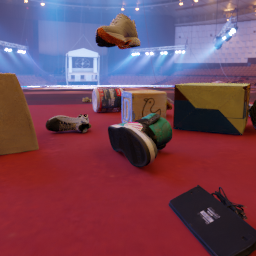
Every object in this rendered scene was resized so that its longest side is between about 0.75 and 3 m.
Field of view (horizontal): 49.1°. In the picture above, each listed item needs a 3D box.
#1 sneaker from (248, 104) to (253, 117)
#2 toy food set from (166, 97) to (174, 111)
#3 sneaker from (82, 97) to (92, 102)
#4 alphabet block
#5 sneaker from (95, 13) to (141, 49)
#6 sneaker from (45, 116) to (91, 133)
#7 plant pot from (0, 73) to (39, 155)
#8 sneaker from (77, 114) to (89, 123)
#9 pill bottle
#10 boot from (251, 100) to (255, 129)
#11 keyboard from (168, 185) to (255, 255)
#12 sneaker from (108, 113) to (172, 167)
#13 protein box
[{"bbox_3d":[5.528,-0.898,13.295,2.008,0.760,1.160,23,18,40],"label":"sneaker"},{"bbox_3d":[1.303,-0.995,12.984,1.322,0.734,2.246,35,-8,-13],"label":"toy food set"},{"bbox_3d":[-2.868,-2.045,19.931,0.830,0.367,0.307,-8,12,-43],"label":"sneaker"},{"bbox_3d":[0.577,-0.750,10.638,1.360,1.328,1.335,-5,14,-17],"label":"alphabet block"},{"bbox_3d":[-0.375,-3.164,8.987,0.883,1.072,2.331,-4,8,25],"label":"sneaker"},{"bbox_3d":[-1.894,-0.095,9.256,1.487,0.558,0.859,-6,14,-33],"label":"sneaker"},{"bbox_3d":[-3.804,-0.453,7.323,2.223,1.970,2.225,-7,14,-34],"label":"plant pot"},{"bbox_3d":[-1.891,-0.322,10.763,0.360,0.417,0.951,9,15,31],"label":"sneaker"},{"bbox_3d":[-0.762,-1.464,14.558,2.022,1.209,1.209,-5,12,-19],"label":"pill bottle"},{"bbox_3d":[5.419,-0.177,9.032,1.924,1.020,2.923,2,21,-6],"label":"boot"},{"bbox_3d":[1.132,1.188,3.585,0.770,0.293,1.479,-25,16,-7],"label":"keyboard"},{"bbox_3d":[0.494,0.244,6.567,1.393,0.965,2.307,-14,14,-18],"label":"sneaker"},{"bbox_3d":[3.098,-0.812,10.168,2.312,1.571,2.329,5,12,26],"label":"protein box"}]
